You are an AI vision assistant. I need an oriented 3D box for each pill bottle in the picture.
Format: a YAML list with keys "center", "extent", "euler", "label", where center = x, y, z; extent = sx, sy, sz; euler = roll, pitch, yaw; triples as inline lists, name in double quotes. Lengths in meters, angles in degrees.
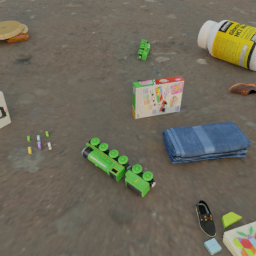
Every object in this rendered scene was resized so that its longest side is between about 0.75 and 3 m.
- center: [4.744, -3.828, 12.584]
  extent: [2.976, 1.673, 1.673]
  euler: [31, 49, 32]
  label: "pill bottle"

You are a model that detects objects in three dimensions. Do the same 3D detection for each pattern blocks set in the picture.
- center: [2.767, 2.567, 6.167]
  extent: [1.943, 0.157, 1.707]
  euler: [-24, 45, -25]
  label: "pattern blocks set"

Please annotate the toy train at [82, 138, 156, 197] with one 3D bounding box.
- center: [-0.331, 1.043, 7.682]
  extent: [2.392, 0.499, 0.675]
  euler: [29, 60, 28]
  label: "toy train"

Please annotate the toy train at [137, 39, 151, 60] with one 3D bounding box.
- center: [0.802, -3.807, 13.610]
  extent: [0.510, 0.377, 1.807]
  euler: [14, 41, 1]
  label: "toy train"

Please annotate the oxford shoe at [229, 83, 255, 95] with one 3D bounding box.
- center: [4.470, -1.471, 10.806]
  extent: [1.103, 0.393, 0.400]
  euler: [-5, 46, -6]
  label: "oxford shoe"

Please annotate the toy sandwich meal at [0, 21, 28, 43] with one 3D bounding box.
- center: [-6.324, -4.967, 14.762]
  extent: [2.142, 0.734, 2.142]
  euler: [-3, 45, 3]
  label: "toy sandwich meal"

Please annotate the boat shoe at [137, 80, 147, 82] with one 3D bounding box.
- center: [0.991, -1.624, 10.960]
  extent: [1.319, 0.398, 0.499]
  euler: [4, 40, 4]
  label: "boat shoe"

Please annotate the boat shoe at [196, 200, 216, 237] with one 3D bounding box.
- center: [1.838, 2.121, 6.618]
  extent: [0.320, 0.274, 0.876]
  euler: [-5, 42, -7]
  label: "boat shoe"

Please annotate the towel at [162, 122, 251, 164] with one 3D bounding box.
- center: [2.294, 0.431, 8.394]
  extent: [2.350, 0.570, 1.312]
  euler: [-7, 40, -6]
  label: "towel"

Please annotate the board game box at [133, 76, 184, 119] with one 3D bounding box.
- center: [1.010, -1.031, 9.575]
  extent: [1.692, 1.295, 0.341]
  euler: [-9, 40, -12]
  label: "board game box"

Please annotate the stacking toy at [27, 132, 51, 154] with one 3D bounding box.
- center: [-2.766, 0.424, 8.675]
  extent: [0.656, 0.204, 0.870]
  euler: [-12, 40, -14]
  label: "stacking toy"

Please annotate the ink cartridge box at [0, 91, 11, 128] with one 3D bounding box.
- center: [-4.449, -0.696, 9.237]
  extent: [0.880, 1.207, 0.500]
  euler: [25, 44, 26]
  label: "ink cartridge box"
